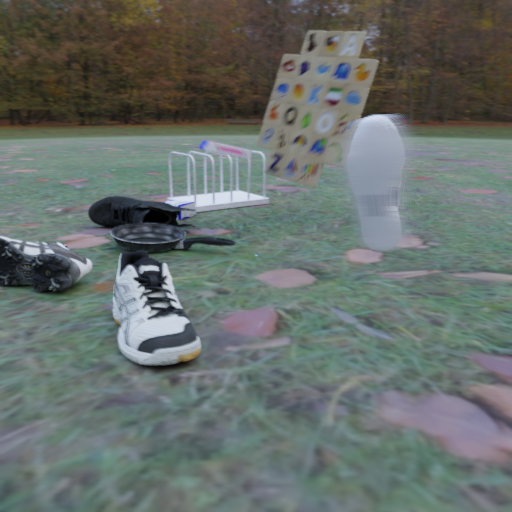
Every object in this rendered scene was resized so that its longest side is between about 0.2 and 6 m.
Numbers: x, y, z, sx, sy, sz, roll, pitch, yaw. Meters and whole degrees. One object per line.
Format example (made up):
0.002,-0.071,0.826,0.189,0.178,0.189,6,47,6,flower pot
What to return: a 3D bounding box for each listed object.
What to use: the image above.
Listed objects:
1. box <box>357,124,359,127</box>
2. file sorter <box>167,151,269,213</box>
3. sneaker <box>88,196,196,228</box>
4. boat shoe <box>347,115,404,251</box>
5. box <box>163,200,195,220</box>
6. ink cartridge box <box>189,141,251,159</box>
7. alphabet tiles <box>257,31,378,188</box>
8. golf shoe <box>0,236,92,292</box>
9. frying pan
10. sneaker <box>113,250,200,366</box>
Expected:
2.478,-3.304,14.729,0.459,0.883,0.804,-27,11,22,box
-1.195,-2.421,17.466,2.662,1.658,1.847,-10,19,-32,file sorter
-2.880,-1.019,13.989,2.728,0.819,1.423,1,11,-7,sneaker
1.577,-0.986,7.263,0.680,1.896,0.643,-8,36,13,boat shoe
-2.230,-1.297,15.724,0.803,0.422,0.739,9,19,26,box
-0.838,-2.508,13.132,1.360,0.252,0.644,6,11,-20,ink cartridge box
1.353,-3.593,13.527,0.117,3.680,3.062,11,10,-43,alphabet tiles
-4.034,0.122,10.145,2.241,0.871,1.059,16,15,19,golf shoe
-1.865,-0.402,12.556,2.741,0.446,1.658,3,17,-5,frying pan
-1.509,0.621,7.708,0.954,1.105,2.522,-6,19,-27,sneaker
